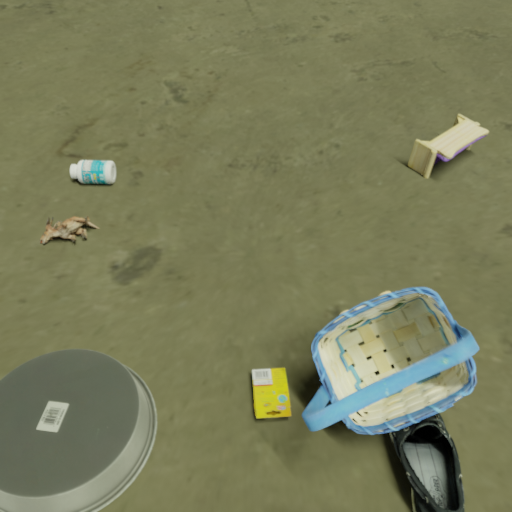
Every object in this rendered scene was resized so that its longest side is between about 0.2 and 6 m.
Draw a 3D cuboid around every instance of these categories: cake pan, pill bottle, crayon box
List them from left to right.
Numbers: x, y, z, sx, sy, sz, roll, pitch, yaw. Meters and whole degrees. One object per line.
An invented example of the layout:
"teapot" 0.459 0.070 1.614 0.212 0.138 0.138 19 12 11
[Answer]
"cake pan" -2.608 2.247 7.468 2.505 0.459 2.505 0 44 0
"pill bottle" -3.364 -1.727 11.543 0.862 0.478 0.478 1 44 2
"crayon box" 0.206 1.976 7.927 0.502 0.201 0.791 -2 44 -3

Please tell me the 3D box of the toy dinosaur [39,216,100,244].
"toy dinosaur" -3.484 -0.544 10.394 1.035 0.444 0.702 -21 24 -36

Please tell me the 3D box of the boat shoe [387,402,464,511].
"boat shoe" 2.154 2.422 7.100 0.791 0.702 2.116 1 44 5

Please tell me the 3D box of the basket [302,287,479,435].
"basket" 1.597 1.320 6.829 2.008 1.584 2.277 -28 -1 13

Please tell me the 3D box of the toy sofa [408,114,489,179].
"toy sofa" 4.116 -2.301 11.977 1.694 0.702 0.827 -33 58 -29
